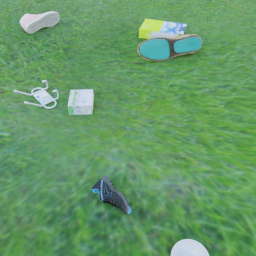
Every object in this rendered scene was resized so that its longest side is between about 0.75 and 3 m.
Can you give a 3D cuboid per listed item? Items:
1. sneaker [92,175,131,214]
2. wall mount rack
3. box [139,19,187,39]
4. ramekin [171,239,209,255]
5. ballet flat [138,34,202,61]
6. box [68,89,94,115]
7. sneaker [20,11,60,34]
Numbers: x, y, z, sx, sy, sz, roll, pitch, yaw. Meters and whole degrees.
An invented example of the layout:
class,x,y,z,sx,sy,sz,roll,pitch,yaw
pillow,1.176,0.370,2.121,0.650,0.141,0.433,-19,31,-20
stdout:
class,x,y,z,sx,sy,sz,roll,pitch,yaw
sneaker,-0.388,1.680,6.677,0.501,0.447,1.222,-35,45,-18
wall mount rack,-3.057,-1.107,9.432,1.180,0.506,1.358,-30,51,-27
box,1.612,-4.504,12.942,1.992,0.475,1.215,12,45,12
ramekin,1.226,2.678,5.615,0.756,0.397,0.756,0,44,0
ballet flat,1.658,-3.324,11.610,2.759,0.973,0.901,-8,19,-12
box,-1.540,-0.874,9.251,0.759,0.416,0.860,-2,44,-2
sneaker,-4.324,-5.275,13.559,1.890,0.711,0.988,-36,59,-26
